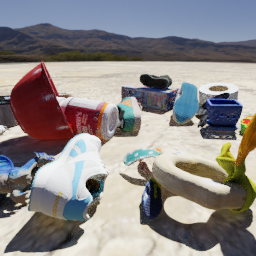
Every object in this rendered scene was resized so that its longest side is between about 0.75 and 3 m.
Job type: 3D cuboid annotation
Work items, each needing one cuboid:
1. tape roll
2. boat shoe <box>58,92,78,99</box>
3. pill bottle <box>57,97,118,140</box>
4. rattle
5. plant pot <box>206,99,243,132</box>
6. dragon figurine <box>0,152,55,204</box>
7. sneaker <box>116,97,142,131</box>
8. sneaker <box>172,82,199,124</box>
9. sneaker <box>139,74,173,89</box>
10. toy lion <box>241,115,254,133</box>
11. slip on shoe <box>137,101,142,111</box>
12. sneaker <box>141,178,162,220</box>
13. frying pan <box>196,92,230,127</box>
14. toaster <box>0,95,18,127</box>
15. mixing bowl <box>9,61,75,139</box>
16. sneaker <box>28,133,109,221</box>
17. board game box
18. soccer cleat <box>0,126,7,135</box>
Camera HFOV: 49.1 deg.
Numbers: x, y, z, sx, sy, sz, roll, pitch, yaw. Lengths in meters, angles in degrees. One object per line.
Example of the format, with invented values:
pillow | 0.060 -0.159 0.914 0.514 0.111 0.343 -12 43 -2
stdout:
tape roll | 4.380 -1.630 13.626 1.856 0.649 1.856 -5 26 3
boat shoe | -3.273 -1.141 12.255 2.550 0.917 0.826 2 5 15
pill bottle | -1.438 -0.362 8.804 2.070 1.134 1.134 11 19 16
rattle | 1.174 0.224 5.566 1.907 2.093 2.929 -11 22 -23
plant pot | 3.251 -0.435 9.624 1.070 0.962 1.070 2 16 7
dragon figurine | -2.540 0.964 5.347 2.402 0.707 1.194 -3 15 -27
sneaker | -0.197 -0.597 10.233 1.027 0.917 2.569 2 18 -8
sneaker | 2.249 -0.836 11.130 0.931 0.983 2.434 20 40 6
sneaker | 1.369 -2.218 13.178 1.630 0.623 0.933 14 19 33
toy lion | 4.891 -0.021 8.862 2.261 0.810 2.358 -10 18 -7
slip on shoe | 0.268 -0.988 12.161 0.703 0.560 1.849 1 17 2
sneaker | 0.407 1.309 5.005 0.321 0.358 0.869 27 34 -7
frying pan | 3.364 -0.734 10.809 1.525 0.410 2.521 -32 13 19
toaster | -4.697 -0.663 10.367 1.480 0.972 1.637 -9 19 -29
mixing bowl | -2.672 -0.621 8.444 1.336 2.468 2.468 -23 21 -9
sneaker | -0.887 0.899 5.451 1.046 0.991 2.591 16 21 5
board game box | 1.238 -1.673 13.907 2.831 0.874 2.832 10 20 29
soccer cleat | -4.182 0.089 9.032 0.367 0.297 0.851 -1 16 -3
